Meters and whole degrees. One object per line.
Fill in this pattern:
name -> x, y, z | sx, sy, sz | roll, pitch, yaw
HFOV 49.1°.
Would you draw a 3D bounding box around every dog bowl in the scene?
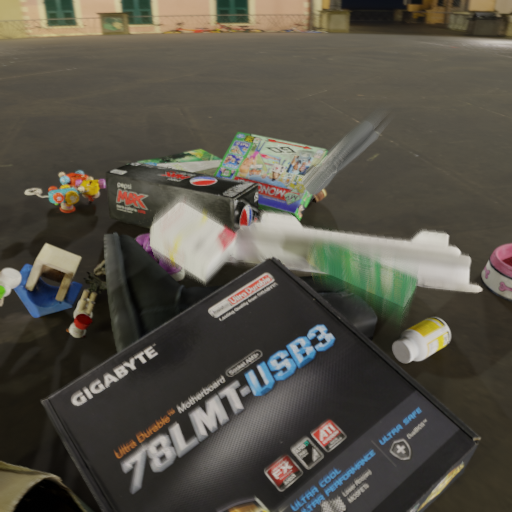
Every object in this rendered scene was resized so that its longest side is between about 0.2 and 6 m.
dog bowl -> 4.657, 0.273, 9.572 | 1.463, 0.540, 1.463 | -1, 28, 0

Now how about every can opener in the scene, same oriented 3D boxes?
can opener -> 1.333, -1.475, 8.724 | 1.414, 0.377, 0.473 | -40, 46, 6

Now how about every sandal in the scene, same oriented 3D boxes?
sandal -> -1.754, -0.110, 10.364 | 0.796, 0.481, 1.955 | -13, 30, -23

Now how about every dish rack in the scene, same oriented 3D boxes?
dish rack -> 1.222, -0.043, 8.233 | 3.404, 0.741, 2.921 | 6, -1, -4

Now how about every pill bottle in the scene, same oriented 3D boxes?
pill bottle -> 2.309, 1.199, 7.874 | 0.822, 0.460, 0.460 | -19, 33, -32

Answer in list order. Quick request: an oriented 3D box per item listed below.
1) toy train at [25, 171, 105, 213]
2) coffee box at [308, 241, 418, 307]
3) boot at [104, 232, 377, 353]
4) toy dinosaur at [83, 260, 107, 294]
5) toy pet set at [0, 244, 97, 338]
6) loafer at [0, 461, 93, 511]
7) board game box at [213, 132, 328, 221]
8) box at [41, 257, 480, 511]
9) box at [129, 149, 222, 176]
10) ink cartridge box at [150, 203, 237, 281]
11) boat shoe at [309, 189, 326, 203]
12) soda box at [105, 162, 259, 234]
toy train -> -4.345, -1.475, 13.014 | 1.423, 0.527, 1.894 | 8, 25, 18
coffee box -> 1.230, 0.174, 6.390 | 1.156, 0.254, 0.711 | 24, 16, 17
boot -> -0.356, 0.546, 8.027 | 3.379, 1.109, 2.785 | -7, 42, -17
toy dinosaur -> -1.938, 0.539, 9.023 | 2.783, 0.661, 1.227 | 23, 29, 32
toy pet set -> -3.374, 0.621, 8.347 | 1.900, 1.009, 1.774 | 23, 23, -15
loafer -> -2.156, 2.388, 5.275 | 2.197, 0.741, 0.835 | 12, 30, 22
board game box -> 0.249, -1.880, 12.832 | 2.499, 0.364, 1.682 | 18, 73, 31
box -> -0.036, 1.675, 5.302 | 2.931, 0.728, 2.909 | -31, 54, -23
box -> -1.988, -2.222, 14.507 | 2.244, 0.408, 1.619 | -17, 32, -31
ink cartridge box -> -0.757, -0.183, 6.705 | 0.842, 0.351, 0.611 | 32, 50, 13
boat shoe -> 0.577, -1.814, 13.406 | 2.465, 0.887, 0.832 | 33, 78, 31
soda box -> -1.549, -1.098, 11.554 | 3.188, 1.128, 1.010 | 14, 28, 26
